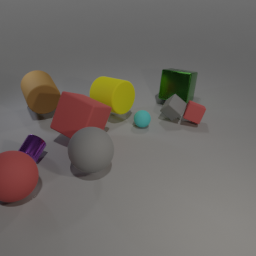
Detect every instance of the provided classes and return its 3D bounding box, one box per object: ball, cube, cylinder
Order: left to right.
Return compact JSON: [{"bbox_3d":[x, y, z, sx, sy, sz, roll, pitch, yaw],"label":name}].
[{"bbox_3d":[-3.203,1.324,7.732,1.400,1.400,1.400,0,30,0],"label":"ball"},{"bbox_3d":[-3.226,0.693,9.420,0.700,0.700,0.700,10,55,17],"label":"cylinder"},{"bbox_3d":[-3.745,-1.544,11.995,1.400,1.400,1.400,-14,42,-23],"label":"cylinder"},{"bbox_3d":[-1.679,-0.386,10.172,1.400,1.400,1.400,25,11,20],"label":"cube"},{"bbox_3d":[-1.118,0.661,8.511,1.400,1.400,1.400,0,30,0],"label":"ball"},{"bbox_3d":[-0.660,-1.393,11.821,1.400,1.400,1.400,18,34,39],"label":"cylinder"},{"bbox_3d":[0.585,-0.379,11.473,0.700,0.700,0.700,0,30,0],"label":"ball"},{"bbox_3d":[1.914,-0.864,11.796,0.700,0.700,0.700,39,58,-9],"label":"cube"},{"bbox_3d":[2.411,-2.050,13.447,1.400,1.400,1.400,14,18,22],"label":"cube"},{"bbox_3d":[2.750,-0.662,11.630,0.700,0.700,0.700,22,16,4],"label":"cube"}]
